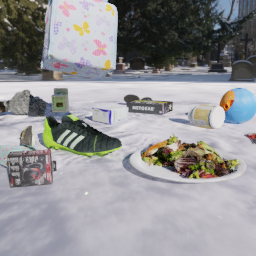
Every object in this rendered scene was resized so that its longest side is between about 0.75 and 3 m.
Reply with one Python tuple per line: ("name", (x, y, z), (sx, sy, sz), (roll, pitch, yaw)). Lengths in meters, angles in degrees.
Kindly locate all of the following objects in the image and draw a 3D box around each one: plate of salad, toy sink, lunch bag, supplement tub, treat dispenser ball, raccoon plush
("plate of salad", (1.277, 0.591, 6.164), (2.488, 0.598, 2.488), (1, 12, 0))
("toy sink", (-3.467, -1.438, 14.312), (0.760, 1.166, 0.653), (1, 12, -1))
("lunch bag", (-2.336, 0.628, 6.226), (0.846, 0.516, 0.721), (7, -1, -43))
("supplement tub", (2.917, -0.453, 10.480), (0.832, 0.832, 1.150), (-9, 15, -38))
("treat dispenser ball", (4.377, -0.882, 11.136), (1.434, 1.434, 1.434), (0, 12, 0))
("lunch bag", (-1.476, -2.948, 8.710), (2.096, 2.472, 1.571), (6, -9, -25))
("raccoon plush", (-4.811, -0.781, 12.691), (2.351, 1.137, 1.575), (-36, 42, -24))

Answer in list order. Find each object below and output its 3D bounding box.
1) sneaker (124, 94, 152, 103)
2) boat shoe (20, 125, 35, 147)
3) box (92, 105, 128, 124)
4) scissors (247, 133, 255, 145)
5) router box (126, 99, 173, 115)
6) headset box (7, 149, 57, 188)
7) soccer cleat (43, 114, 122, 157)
("sneaker", (0.556, -1.635, 16.922), (1.724, 0.651, 0.992), (6, 2, -7))
("boat shoe", (-2.961, 0.208, 8.230), (0.401, 0.475, 1.333), (-1, 14, -22))
("box", (-0.731, -0.578, 11.627), (1.044, 0.596, 1.135), (12, 16, 42))
("scissors", (3.853, 0.333, 8.647), (0.513, 0.098, 1.404), (11, 17, 34))
("router box", (1.115, -1.085, 14.196), (1.965, 0.513, 1.545), (6, 13, 27))
("headset box", (-1.786, 0.754, 5.301), (0.847, 0.629, 0.318), (-3, 12, -11))
("soccer cleat", (-1.269, 0.156, 7.274), (2.401, 0.973, 0.811), (6, 13, 26))
